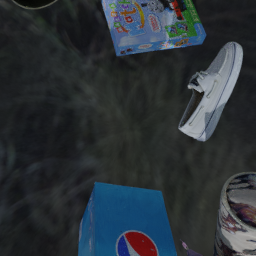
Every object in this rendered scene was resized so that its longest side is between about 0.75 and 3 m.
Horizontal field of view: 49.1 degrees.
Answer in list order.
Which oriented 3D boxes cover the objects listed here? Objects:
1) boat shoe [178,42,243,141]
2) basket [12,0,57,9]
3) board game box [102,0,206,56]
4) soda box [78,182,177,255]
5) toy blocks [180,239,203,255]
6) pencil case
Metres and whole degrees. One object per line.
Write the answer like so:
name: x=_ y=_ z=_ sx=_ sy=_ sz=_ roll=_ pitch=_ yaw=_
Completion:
boat shoe: x=1.114 y=-0.570 z=3.937 sx=0.511 sy=0.519 sz=1.463 roll=22 pitch=93 yaw=-10
basket: x=-1.878 y=-3.421 z=4.834 sx=2.058 sy=1.400 sz=1.856 roll=49 pitch=115 yaw=25
board game box: x=0.475 y=-2.118 z=5.424 sx=1.728 sy=0.316 sz=1.307 roll=-12 pitch=70 yaw=-11
soda box: x=0.021 y=1.975 z=2.820 sx=0.979 sy=0.926 sz=2.885 roll=11 pitch=36 yaw=-15
toy blocks: x=1.216 y=2.034 z=3.544 sx=1.262 sy=1.180 sz=1.063 roll=-37 pitch=30 yaw=-3
pencil case: x=1.560 y=1.353 z=3.597 sx=0.835 sy=1.868 sz=0.727 roll=5 pitch=48 yaw=16
